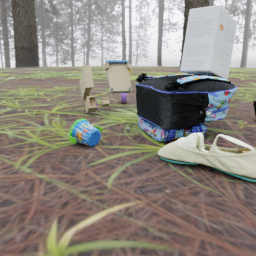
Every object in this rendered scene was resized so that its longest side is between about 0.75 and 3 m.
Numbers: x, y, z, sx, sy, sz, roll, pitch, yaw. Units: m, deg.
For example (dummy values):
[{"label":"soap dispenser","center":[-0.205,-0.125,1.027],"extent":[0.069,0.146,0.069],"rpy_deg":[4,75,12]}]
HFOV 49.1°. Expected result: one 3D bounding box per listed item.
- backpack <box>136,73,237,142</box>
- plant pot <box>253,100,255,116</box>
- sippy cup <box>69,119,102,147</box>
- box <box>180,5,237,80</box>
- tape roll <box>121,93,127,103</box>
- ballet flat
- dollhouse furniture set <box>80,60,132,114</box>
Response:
[{"label":"backpack","center":[1.996,-0.830,9.491],"extent":[2.967,1.996,2.709],"rpy_deg":[-7,17,-21]},{"label":"plant pot","center":[5.569,-0.641,11.004],"extent":[0.943,0.837,0.941],"rpy_deg":[-7,17,-27]},{"label":"sippy cup","center":[-1.228,0.188,8.391],"extent":[0.724,0.776,0.988],"rpy_deg":[25,69,34]},{"label":"box","center":[2.962,-2.996,10.205],"extent":[1.175,2.210,1.683],"rpy_deg":[11,3,40]},{"label":"tape roll","center":[-0.212,-1.805,14.889],"extent":[0.315,0.959,0.959],"rpy_deg":[0,16,0]},{"label":"ballet flat","center":[1.954,0.532,6.784],"extent":[2.660,0.924,0.924],"rpy_deg":[10,19,33]},{"label":"dollhouse furniture set","center":[-0.884,-1.755,12.895],"extent":[2.348,2.217,1.532],"rpy_deg":[-6,-15,-15]}]
